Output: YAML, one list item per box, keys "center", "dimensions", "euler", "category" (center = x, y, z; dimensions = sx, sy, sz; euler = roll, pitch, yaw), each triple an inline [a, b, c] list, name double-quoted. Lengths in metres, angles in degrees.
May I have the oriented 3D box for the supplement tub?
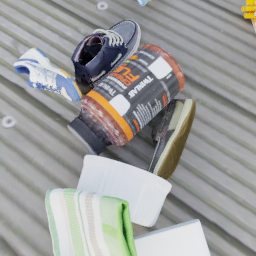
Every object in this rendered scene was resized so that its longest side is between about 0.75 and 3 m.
- center: [-0.062, -0.585, 6.411]
  dimensions: [1.439, 1.439, 2.690]
  euler: [42, 76, 17]
  category: "supplement tub"

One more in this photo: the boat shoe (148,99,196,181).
- center: [0.918, 0.221, 6.494]
  dimensions: [0.764, 0.862, 2.356]
  euler: [13, 51, 26]
  category: "boat shoe"

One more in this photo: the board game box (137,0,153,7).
- center: [0.211, -4.838, 8.084]
  dimensions: [2.368, 0.408, 1.603]
  euler: [54, 46, -12]
  category: "board game box"

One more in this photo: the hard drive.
- center: [0.861, 2.833, 4.818]
  dimensions: [1.415, 0.286, 2.145]
  euler: [-16, 83, 0]
  category: "hard drive"

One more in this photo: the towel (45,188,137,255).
- center: [-0.695, 1.967, 4.581]
  dimensions: [0.389, 2.532, 1.889]
  euler: [-12, 90, -37]
  category: "towel"

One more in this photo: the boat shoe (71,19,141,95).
- center: [-0.468, -2.162, 7.308]
  dimensions: [1.018, 1.265, 2.727]
  euler: [27, 69, 9]
  category: "boat shoe"

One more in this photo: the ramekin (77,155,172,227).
- center: [-0.140, 1.253, 5.498]
  dimensions: [1.818, 1.818, 0.886]
  euler: [17, 74, 8]
  category: "ramekin"

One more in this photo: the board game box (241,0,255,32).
- center: [3.709, -3.005, 6.826]
  dimensions: [0.372, 2.873, 2.872]
  euler: [-3, 65, -1]
  category: "board game box"

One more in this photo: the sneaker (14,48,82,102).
- center: [-1.782, -1.022, 6.208]
  dimensions: [1.683, 0.633, 0.742]
  euler: [39, 66, 13]
  category: "sneaker"
